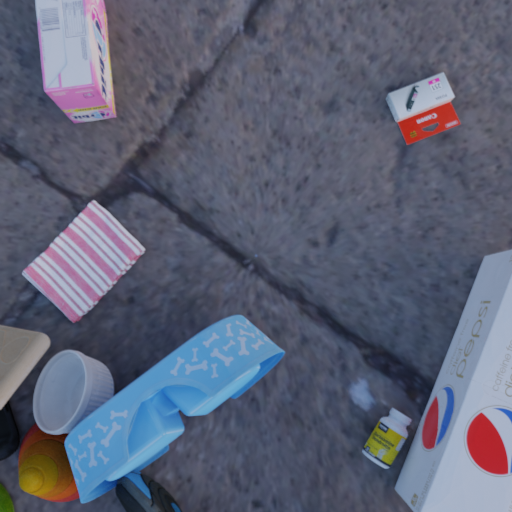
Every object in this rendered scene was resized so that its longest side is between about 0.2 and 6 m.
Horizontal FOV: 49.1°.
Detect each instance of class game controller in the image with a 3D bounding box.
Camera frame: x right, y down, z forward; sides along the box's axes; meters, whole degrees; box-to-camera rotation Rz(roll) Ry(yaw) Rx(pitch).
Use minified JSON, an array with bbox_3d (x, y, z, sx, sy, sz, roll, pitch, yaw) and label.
[{"bbox_3d":[-4.709,2.381,9.201,1.145,0.462,2.195,-20,85,-11],"label":"game controller"}]

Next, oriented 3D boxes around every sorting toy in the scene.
[{"bbox_3d":[-4.207,1.993,8.395,1.594,0.317,2.156,6,50,33],"label":"sorting toy"},{"bbox_3d":[-4.429,4.053,8.469,4.314,1.486,1.496,-33,85,-4],"label":"sorting toy"}]

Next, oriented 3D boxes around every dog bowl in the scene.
[{"bbox_3d":[-1.276,2.218,8.474,3.636,2.027,0.901,-37,74,-4],"label":"dog bowl"}]

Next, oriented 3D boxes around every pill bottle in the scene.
[{"bbox_3d":[2.139,2.938,9.074,0.492,0.492,0.878,32,85,3],"label":"pill bottle"}]

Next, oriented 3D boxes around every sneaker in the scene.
[{"bbox_3d":[-1.432,4.654,8.597,1.155,1.033,2.821,-35,86,-4],"label":"sneaker"}]

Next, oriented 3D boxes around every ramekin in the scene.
[{"bbox_3d":[-2.827,2.169,8.802,1.277,0.670,1.277,-17,61,32],"label":"ramekin"}]

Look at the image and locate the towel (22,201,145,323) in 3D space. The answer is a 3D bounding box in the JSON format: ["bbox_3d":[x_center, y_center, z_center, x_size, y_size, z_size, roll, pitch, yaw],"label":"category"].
[{"bbox_3d":[-2.914,0.087,9.499,1.284,0.262,1.755,43,85,3],"label":"towel"}]

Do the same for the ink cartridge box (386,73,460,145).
[{"bbox_3d":[2.950,-2.574,9.802,1.074,0.234,0.932,-22,83,-2],"label":"ink cartridge box"}]

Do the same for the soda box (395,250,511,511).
[{"bbox_3d":[3.675,2.100,8.676,1.360,1.455,4.272,22,84,2],"label":"soda box"}]

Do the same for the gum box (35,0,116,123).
[{"bbox_3d":[-3.002,-3.659,9.325,0.810,1.390,2.449,-7,84,-1],"label":"gum box"}]
